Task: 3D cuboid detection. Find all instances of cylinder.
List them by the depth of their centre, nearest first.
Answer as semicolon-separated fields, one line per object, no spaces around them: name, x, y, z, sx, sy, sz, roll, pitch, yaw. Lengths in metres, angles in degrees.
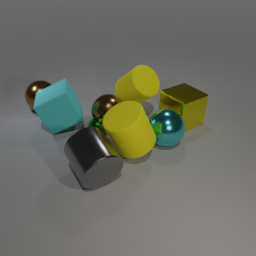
cylinder;-1.073;0.913;8.679;1.400;1.400;1.400;-18;50;-26
cylinder;0.063;0.058;9.320;1.400;1.400;1.400;-16;42;15
cylinder;0.381;-1.752;11.904;1.400;1.400;1.400;-29;2;-37

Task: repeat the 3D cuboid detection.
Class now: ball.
ball;1.409;-0.008;10.355;1.400;1.400;1.400;0;33;0
ball;-1.149;-0.070;10.610;0.700;0.700;0.700;0;33;0
ball;-0.792;-0.689;11.425;1.400;1.400;1.400;0;33;0
ball;-3.885;-1.437;12.570;1.400;1.400;1.400;0;33;0

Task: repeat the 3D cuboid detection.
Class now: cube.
cube;-2.772;-0.871;11.302;1.400;1.400;1.400;-25;34;4
cube;2.260;-0.859;11.648;1.400;1.400;1.400;-20;39;-29
